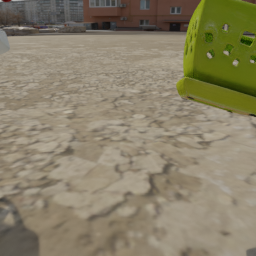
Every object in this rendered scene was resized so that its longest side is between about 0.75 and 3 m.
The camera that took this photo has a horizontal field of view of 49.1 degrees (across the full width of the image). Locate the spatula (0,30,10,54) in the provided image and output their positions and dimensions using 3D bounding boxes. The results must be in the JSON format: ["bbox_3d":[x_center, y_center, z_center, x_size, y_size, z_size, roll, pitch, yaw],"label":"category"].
[{"bbox_3d":[-3.981,-2.613,7.424,1.256,1.807,0.145,-25,-9,0],"label":"spatula"}]

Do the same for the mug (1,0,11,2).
[{"bbox_3d":[-3.648,-4.357,8.308,1.227,0.818,1.089,21,-7,20],"label":"mug"}]

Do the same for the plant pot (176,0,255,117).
[{"bbox_3d":[1.836,-1.148,5.080,1.771,1.615,1.780,17,6,2],"label":"plant pot"}]
